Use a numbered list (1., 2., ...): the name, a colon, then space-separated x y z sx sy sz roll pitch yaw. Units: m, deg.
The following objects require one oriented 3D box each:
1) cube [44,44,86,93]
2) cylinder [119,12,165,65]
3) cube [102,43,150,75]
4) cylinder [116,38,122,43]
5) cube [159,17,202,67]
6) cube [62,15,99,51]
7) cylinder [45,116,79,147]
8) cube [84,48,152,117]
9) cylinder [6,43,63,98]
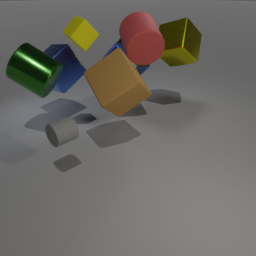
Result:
1. cube: -2.879 -2.472 11.555 1.400 1.400 1.400 19 61 47
2. cylinder: 0.478 -3.249 10.186 1.400 1.400 1.400 -6 49 -11
3. cube: -0.168 -2.867 12.648 1.400 1.400 1.400 -25 80 -47
4. cylinder: -0.207 -4.476 14.891 0.700 0.700 0.700 41 11 -9
5. cube: 2.180 -3.639 12.090 1.400 1.400 1.400 1 -16 40
6. cube: -1.494 -2.992 8.850 0.700 0.700 0.700 -51 46 2
7. cylinder: -1.878 0.100 7.995 0.700 0.700 0.700 -25 37 -36
8. cube: -0.304 -1.419 9.072 1.400 1.400 1.400 -33 70 11
9. cylinder: -3.204 -1.978 9.705 1.400 1.400 1.400 31 30 -5
